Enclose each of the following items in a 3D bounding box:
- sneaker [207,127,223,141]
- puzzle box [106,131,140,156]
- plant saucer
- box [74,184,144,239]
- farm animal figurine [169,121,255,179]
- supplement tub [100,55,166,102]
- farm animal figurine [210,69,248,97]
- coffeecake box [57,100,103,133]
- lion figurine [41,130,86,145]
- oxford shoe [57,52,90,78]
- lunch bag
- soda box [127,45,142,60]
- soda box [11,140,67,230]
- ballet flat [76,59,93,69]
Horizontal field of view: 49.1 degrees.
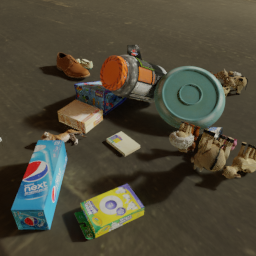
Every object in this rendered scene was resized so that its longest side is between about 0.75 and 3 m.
[{"bbox_3d":[3.047,0.463,10.465,0.624,0.613,1.620,12,30,29],"label":"sneaker"},{"bbox_3d":[-0.185,0.579,10.591,0.752,0.144,1.131,-27,45,-30],"label":"puzzle box"},{"bbox_3d":[2.494,-1.302,11.288,2.880,0.395,2.880,-1,72,3],"label":"plant saucer"},{"bbox_3d":[-0.559,2.368,8.043,1.793,0.434,1.052,-20,41,-22],"label":"box"},{"bbox_3d":[2.782,0.884,9.064,2.747,1.432,2.717,20,5,20],"label":"farm animal figurine"},{"bbox_3d":[0.291,-2.095,11.968,2.809,1.721,1.721,6,25,-45],"label":"supplement tub"},{"bbox_3d":[4.742,-2.199,13.383,2.048,1.080,2.071,0,41,-5],"label":"farm animal figurine"},{"bbox_3d":[-1.976,-0.512,11.679,1.483,0.542,1.138,22,43,26],"label":"coffeecake box"},{"bbox_3d":[-2.450,0.358,10.670,1.522,0.552,0.932,-14,30,-39],"label":"lion figurine"},{"bbox_3d":[-3.069,-3.404,15.163,2.625,0.936,0.936,31,46,31],"label":"oxford shoe"},{"bbox_3d":[-1.069,-1.653,12.931,1.714,1.071,2.277,19,32,27],"label":"lunch bag"},{"bbox_3d":[0.355,-4.151,16.315,0.746,0.668,2.109,-3,37,-2],"label":"soda box"},{"bbox_3d":[-2.590,1.610,8.574,0.904,0.955,2.816,0,38,0],"label":"soda box"},{"bbox_3d":[-2.668,-3.702,15.902,1.437,0.499,0.499,11,39,14],"label":"ballet flat"}]
